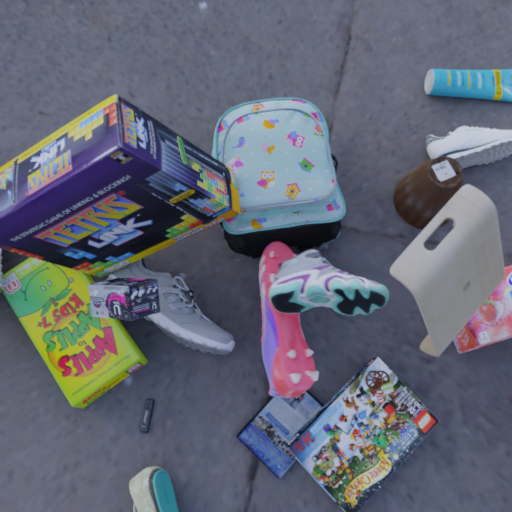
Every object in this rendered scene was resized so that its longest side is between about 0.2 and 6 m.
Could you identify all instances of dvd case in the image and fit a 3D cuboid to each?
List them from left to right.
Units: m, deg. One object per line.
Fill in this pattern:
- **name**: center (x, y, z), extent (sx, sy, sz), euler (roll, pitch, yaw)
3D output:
- **dvd case**: center (0.533, 3.142, 10.372), extent (1.093, 0.134, 1.532), euler (42, 77, 11)

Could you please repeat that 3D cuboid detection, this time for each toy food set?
- **toy food set**: center (3.003, 0.317, 8.861), extent (1.817, 2.532, 0.765), euler (-46, 47, -10)

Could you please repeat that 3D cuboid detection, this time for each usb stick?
- **usb stick**: center (-2.037, 2.983, 10.453), extent (0.171, 0.101, 0.618), euler (9, 73, 2)

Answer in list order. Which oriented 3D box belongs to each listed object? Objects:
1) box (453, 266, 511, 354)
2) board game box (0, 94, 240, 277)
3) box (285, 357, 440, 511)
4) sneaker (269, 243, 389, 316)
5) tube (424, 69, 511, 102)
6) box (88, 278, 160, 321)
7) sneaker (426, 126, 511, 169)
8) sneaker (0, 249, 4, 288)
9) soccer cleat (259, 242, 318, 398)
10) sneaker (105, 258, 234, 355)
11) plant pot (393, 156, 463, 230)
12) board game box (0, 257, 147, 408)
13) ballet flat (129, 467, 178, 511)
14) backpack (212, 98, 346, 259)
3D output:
- **box**: center (4.881, 0.848, 10.574), extent (2.442, 1.156, 1.253), euler (-16, 73, -5)
- **board game box**: center (-2.437, -0.870, 9.134), extent (3.408, 2.817, 0.966), euler (-23, 65, 27)
- **box**: center (1.919, 3.214, 10.115), extent (2.339, 0.441, 1.598), euler (-42, 83, -12)
- **sneaker**: center (1.203, 0.279, 9.153), extent (1.892, 0.735, 1.323), euler (2, 43, 12)
- **tube**: center (4.863, -3.815, 12.457), extent (2.129, 0.536, 0.824), euler (1, 85, -5)
- **box**: center (-2.120, 0.688, 8.990), extent (0.988, 0.653, 0.567), euler (-1, 98, 36)
- **sneaker**: center (4.669, -2.412, 11.863), extent (2.078, 0.794, 0.836), euler (-12, 63, -5)
- **sneaker**: center (-5.560, -0.163, 10.872), extent (1.677, 1.172, 3.371), euler (-30, 42, 34)
- **soccer cleat**: center (0.397, 1.137, 10.125), extent (0.941, 1.079, 2.822), euler (5, 65, -35)
- **sneaker**: center (-1.550, 0.868, 10.613), extent (2.823, 1.055, 1.158), euler (31, 74, 10)
- **plant pot**: center (3.544, -1.374, 11.157), extent (1.316, 1.408, 1.316), euler (0, 72, 1)
- **board game box**: center (-3.516, 1.251, 10.688), extent (1.471, 0.689, 2.895), euler (-35, 76, -10)
- **ballet flat**: center (-1.595, 4.899, 9.615), extent (0.764, 0.826, 2.450), euler (-27, 68, 21)
- **backpack**: center (0.339, -1.697, 10.894), extent (2.520, 2.198, 2.867), euler (-9, 64, 1)
